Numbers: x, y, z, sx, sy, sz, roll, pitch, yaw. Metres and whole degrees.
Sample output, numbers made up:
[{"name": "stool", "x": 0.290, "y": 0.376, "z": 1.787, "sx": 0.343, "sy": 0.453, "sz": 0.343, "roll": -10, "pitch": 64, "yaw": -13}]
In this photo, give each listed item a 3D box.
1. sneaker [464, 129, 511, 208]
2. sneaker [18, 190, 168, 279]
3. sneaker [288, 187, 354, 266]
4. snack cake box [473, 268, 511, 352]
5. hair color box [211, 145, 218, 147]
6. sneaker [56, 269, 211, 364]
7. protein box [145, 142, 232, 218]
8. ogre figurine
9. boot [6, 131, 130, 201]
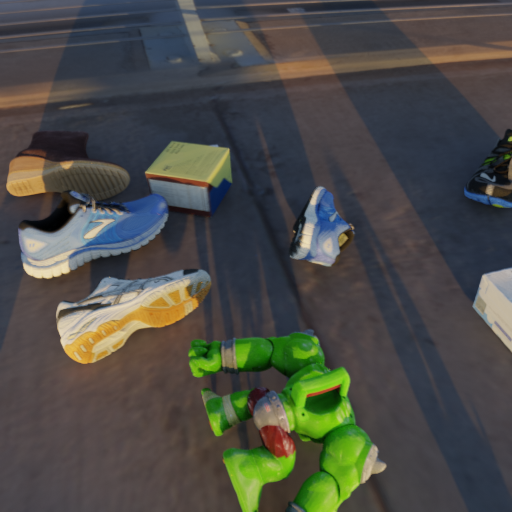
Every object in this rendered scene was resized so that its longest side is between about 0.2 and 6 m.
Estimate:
[{"name": "sneaker", "x": 5.351, "y": -2.015, "z": 12.052, "sx": 1.081, "sy": 1.264, "sz": 3.050, "roll": 23, "pitch": 45, "yaw": 27}, {"name": "sneaker", "x": -2.930, "y": -0.638, "z": 10.273, "sx": 2.846, "sy": 1.269, "sz": 1.118, "roll": -24, "pitch": 31, "yaw": -28}, {"name": "sneaker", "x": 1.294, "y": -0.494, "z": 10.721, "sx": 1.041, "sy": 0.917, "sz": 2.334, "roll": 25, "pitch": 35, "yaw": -5}, {"name": "snack cake box", "x": 4.989, "y": 0.757, "z": 9.170, "sx": 2.332, "sy": 0.783, "sz": 1.341, "roll": -11, "pitch": 40, "yaw": -13}, {"name": "hair color box", "x": -1.432, "y": -2.214, "z": 12.979, "sx": 1.214, "sy": 0.367, "sz": 0.607, "roll": -8, "pitch": 41, "yaw": -9}, {"name": "sneaker", "x": -1.988, "y": 0.653, "z": 9.016, "sx": 2.533, "sy": 0.958, "sz": 1.110, "roll": -24, "pitch": 52, "yaw": -22}, {"name": "protein box", "x": -1.385, "y": -1.636, "z": 11.839, "sx": 1.354, "sy": 0.913, "sz": 1.344, "roll": 10, "pitch": 42, "yaw": 15}, {"name": "ogre figurine", "x": 0.372, "y": 2.116, "z": 7.097, "sx": 1.793, "sy": 1.467, "sz": 2.991, "roll": -21, "pitch": 33, "yaw": -7}, {"name": "boot", "x": -4.026, "y": -2.222, "z": 12.501, "sx": 2.736, "sy": 0.990, "sz": 2.276, "roll": -2, "pitch": 42, "yaw": 3}]
